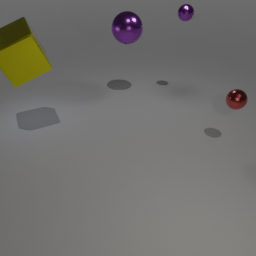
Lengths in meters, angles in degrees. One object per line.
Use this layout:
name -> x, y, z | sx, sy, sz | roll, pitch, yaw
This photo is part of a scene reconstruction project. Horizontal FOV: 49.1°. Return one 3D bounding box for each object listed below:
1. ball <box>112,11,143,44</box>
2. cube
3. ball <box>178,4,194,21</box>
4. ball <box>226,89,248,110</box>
ball -> -0.038, -4.473, 12.532 | 1.400, 1.400, 1.400 | 0, 31, 0
cube -> -3.566, -2.491, 9.218 | 1.400, 1.400, 1.400 | -28, 49, -4
ball -> 2.506, -4.990, 12.130 | 0.700, 0.700, 0.700 | 0, 31, 0
ball -> 3.709, -0.974, 9.568 | 0.700, 0.700, 0.700 | 0, 31, 0
